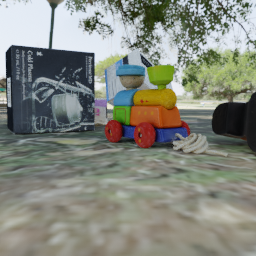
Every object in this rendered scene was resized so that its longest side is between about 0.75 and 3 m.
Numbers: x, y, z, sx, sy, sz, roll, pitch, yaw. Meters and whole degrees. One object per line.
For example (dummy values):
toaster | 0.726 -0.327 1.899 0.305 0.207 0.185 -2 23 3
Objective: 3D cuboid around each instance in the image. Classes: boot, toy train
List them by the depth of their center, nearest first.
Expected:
boot | 3.051 0.095 4.390 2.685 0.919 2.528 7 -4 -6
toy train | 0.620 -0.415 4.752 1.063 1.453 2.511 -5 6 -38

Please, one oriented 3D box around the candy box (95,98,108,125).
candy box | -2.167 -0.582 9.883 2.149 0.916 2.562 -2 5 -27

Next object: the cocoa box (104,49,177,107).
cocoa box | 0.371 -1.052 7.965 1.207 1.227 1.839 -27 -37 28

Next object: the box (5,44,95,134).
box | -2.053 -0.968 7.421 2.070 2.106 1.305 -3 8 -30
